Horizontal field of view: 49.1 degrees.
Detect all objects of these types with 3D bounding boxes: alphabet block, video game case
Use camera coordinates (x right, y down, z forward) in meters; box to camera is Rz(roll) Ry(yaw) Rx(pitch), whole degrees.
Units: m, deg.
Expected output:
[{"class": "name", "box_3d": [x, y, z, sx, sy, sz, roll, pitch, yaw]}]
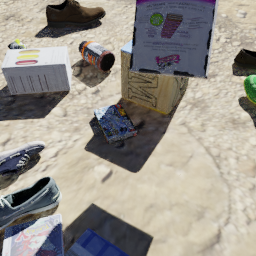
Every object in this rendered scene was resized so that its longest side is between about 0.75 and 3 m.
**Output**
[{"class": "alphabet block", "box_3d": [0.934, -1.858, 8.973, 1.807, 1.840, 1.797, 24, 50, 22]}, {"class": "video game case", "box_3d": [-1.974, 2.428, 5.835, 1.233, 0.142, 1.123, -12, 40, -8]}]

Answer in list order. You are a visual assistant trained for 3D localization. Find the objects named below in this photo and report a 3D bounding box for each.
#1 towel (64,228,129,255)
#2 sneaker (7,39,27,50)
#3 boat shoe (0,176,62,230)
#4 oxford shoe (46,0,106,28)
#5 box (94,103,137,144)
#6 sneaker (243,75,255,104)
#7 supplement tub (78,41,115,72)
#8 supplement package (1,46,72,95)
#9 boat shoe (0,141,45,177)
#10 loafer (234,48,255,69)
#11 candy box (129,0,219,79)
[{"class": "towel", "box_3d": [-0.856, 3.068, 5.292, 1.498, 0.243, 2.040, 24, 49, 25]}, {"class": "sneaker", "box_3d": [-4.376, -3.119, 11.221, 0.544, 0.496, 1.343, -34, 47, -21]}, {"class": "boat shoe", "box_3d": [-2.644, 1.669, 6.274, 2.227, 0.688, 0.811, -17, 39, -17]}, {"class": "oxford shoe", "box_3d": [-2.379, -5.376, 12.895, 2.793, 1.179, 1.015, -11, 45, -13]}, {"class": "box", "box_3d": [-0.402, -0.167, 8.419, 0.912, 0.266, 1.332, -16, 48, -15]}, {"class": "sneaker", "box_3d": [4.620, -0.945, 8.609, 0.958, 1.081, 2.586, -16, 47, -14]}, {"class": "supplement tub", "box_3d": [-1.232, -2.780, 10.611, 0.809, 0.809, 1.513, -33, 53, -28]}, {"class": "supplement package", "box_3d": [-3.042, -1.970, 9.581, 2.033, 1.113, 1.156, -5, 46, -4]}, {"class": "boat shoe", "box_3d": [-2.782, 0.829, 7.369, 1.328, 0.496, 0.616, -20, 59, -12]}, {"class": "loafer", "box_3d": [5.040, -2.593, 10.482, 1.970, 0.703, 0.719, 6, 46, 6]}, {"class": "candy box", "box_3d": [1.052, -2.426, 6.185, 1.730, 2.537, 0.774, 10, 10, 19]}]
